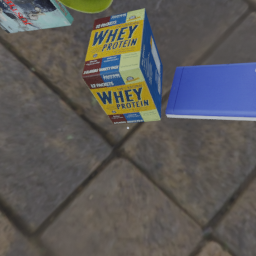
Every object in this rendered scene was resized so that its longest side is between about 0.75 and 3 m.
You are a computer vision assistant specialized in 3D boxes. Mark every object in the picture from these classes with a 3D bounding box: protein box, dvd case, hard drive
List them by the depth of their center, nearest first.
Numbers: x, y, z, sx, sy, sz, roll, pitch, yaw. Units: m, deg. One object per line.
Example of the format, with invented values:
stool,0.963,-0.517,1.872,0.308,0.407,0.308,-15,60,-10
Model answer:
protein box,0.006,-1.094,5.288,0.999,1.481,1.470,-6,57,19
hard drive,1.728,-0.735,5.560,1.793,0.227,1.183,4,66,30
dvd case,-2.620,-2.923,6.468,2.312,1.688,0.254,7,68,30

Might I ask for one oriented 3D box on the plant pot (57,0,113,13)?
plant pot,-0.692,-3.231,4.999,1.504,1.504,1.607,18,73,5
